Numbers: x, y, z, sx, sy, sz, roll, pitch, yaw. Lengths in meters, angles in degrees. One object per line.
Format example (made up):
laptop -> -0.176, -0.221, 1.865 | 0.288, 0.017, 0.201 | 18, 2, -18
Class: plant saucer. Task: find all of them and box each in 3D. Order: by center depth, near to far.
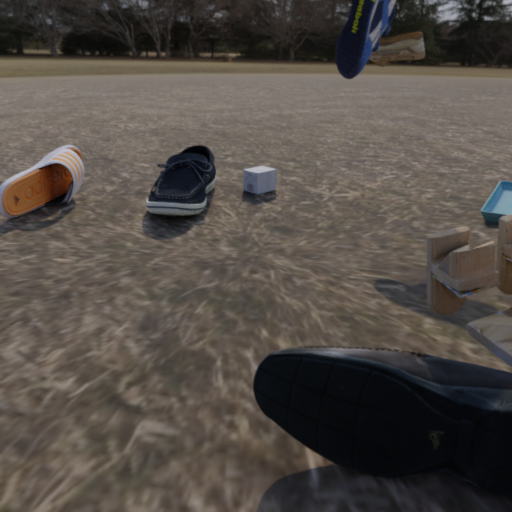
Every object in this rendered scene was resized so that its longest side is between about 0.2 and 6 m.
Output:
plant saucer -> 5.011, -1.041, 10.870 | 0.886, 0.240, 2.534 | 12, 24, 27

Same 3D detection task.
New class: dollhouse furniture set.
dollhouse furniture set -> 3.197, 0.678, 4.990 | 2.532, 1.648, 2.326 | -14, 25, -13

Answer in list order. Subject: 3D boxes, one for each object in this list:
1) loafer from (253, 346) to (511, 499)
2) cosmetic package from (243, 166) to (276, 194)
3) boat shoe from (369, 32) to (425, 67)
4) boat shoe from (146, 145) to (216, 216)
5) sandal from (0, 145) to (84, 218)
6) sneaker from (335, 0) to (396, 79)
loafer -> 1.268, 1.208, 4.501 | 2.577, 0.938, 0.931 | 14, 16, 8
cosmetic package -> 0.075, -1.627, 11.986 | 0.565, 0.470, 0.473 | -19, 28, -41
boat shoe -> 2.400, -3.822, 10.607 | 1.563, 0.504, 0.557 | 5, 40, 38
boat shoe -> -1.432, -1.521, 11.096 | 1.151, 0.960, 3.085 | 5, 24, 7
sandal -> -3.912, -1.361, 10.863 | 0.721, 0.964, 2.516 | 8, 32, 15
sneaker -> 1.731, -3.484, 8.531 | 0.682, 1.658, 0.613 | -15, 49, -35
